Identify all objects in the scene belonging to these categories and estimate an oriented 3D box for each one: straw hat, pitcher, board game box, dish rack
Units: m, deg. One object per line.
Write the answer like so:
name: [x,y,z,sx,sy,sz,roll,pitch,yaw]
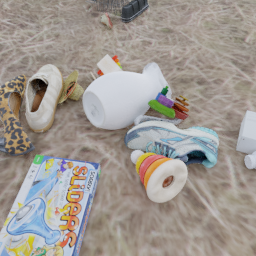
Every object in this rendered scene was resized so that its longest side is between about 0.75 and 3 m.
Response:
straw hat: [-1.816,-1.240,9.439,0.575,1.359,1.359,30,40,-30]
pitcher: [0.243,-0.739,8.475,2.717,1.647,2.331,-24,64,-35]
board game box: [-1.792,1.914,6.666,1.767,0.450,2.611,6,50,6]
dish rack: [-0.599,-6.335,13.984,2.837,0.774,2.176,23,51,22]

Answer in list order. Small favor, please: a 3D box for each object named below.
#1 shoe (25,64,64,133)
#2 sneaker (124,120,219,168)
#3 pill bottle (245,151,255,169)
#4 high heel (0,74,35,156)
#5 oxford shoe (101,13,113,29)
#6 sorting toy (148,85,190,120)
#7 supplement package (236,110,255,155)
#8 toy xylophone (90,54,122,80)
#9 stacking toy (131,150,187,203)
shoe: [-2.765,-1.220,9.194,1.046,0.799,2.992,-11,50,6]
sneaker: [1.189,0.516,7.614,2.632,1.021,1.136,3,51,3]
pill bottle: [3.696,0.865,7.606,0.925,0.518,0.518,-7,48,-6]
high heel: [-3.141,-0.439,8.396,1.907,0.955,2.676,11,65,18]
oxford shoe: [-0.996,-4.892,12.967,0.415,0.398,1.126,-25,48,10]
sorting toy: [1.218,-0.748,7.963,0.979,0.669,1.629,37,16,32]
supplement package: [3.629,0.148,8.156,0.654,0.657,1.119,18,50,15]
toy xylophone: [-0.745,-2.035,9.975,1.127,0.387,1.539,-36,44,13]
stacking toy: [0.619,1.013,7.279,1.200,1.200,1.642,-25,36,-21]
